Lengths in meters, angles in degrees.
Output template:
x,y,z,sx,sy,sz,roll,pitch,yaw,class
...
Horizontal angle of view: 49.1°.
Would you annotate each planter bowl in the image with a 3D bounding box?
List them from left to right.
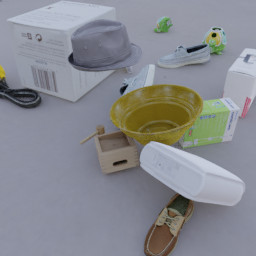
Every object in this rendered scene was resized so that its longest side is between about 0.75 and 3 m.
x,y,z,sx,sy,sz,roll,pitch,yaw,class
0.716,-0.165,6.794,2.191,0.913,2.191,-9,35,6,planter bowl

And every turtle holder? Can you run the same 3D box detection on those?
x,y,z,sx,sy,sz,roll,pitch,yaw,class
1.836,-5.416,14.803,0.717,0.943,0.670,8,23,-48,turtle holder
3.772,-3.882,12.468,1.399,0.994,1.063,-26,45,-30,turtle holder

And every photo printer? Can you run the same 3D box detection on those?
x,y,z,sx,sy,sz,roll,pitch,yaw,class
1.394,0.959,5.770,1.916,0.665,1.594,20,6,-42,photo printer

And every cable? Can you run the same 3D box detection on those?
x,y,z,sx,sy,sz,roll,pitch,yaw,class
-4.295,-1.369,9.413,2.993,0.753,1.454,27,52,30,cable

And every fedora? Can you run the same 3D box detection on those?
x,y,z,sx,sy,sz,roll,pitch,yaw,class
-0.539,-1.815,5.926,1.653,0.747,1.462,1,40,16,fedora

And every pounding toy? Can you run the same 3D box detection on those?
x,y,z,sx,sy,sz,roll,pitch,yaw,class
-0.540,0.502,7.118,1.275,0.664,1.452,-13,30,-9,pounding toy

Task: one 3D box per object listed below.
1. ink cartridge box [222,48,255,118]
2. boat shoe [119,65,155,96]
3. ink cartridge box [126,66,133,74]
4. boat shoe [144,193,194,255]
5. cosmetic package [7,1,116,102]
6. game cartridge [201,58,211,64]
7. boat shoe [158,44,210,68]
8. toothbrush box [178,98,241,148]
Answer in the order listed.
x,y,z,sx,sy,sz,roll,pitch,yaw,class
3.746,-1.498,8.979,0.850,1.460,2.004,22,43,27,ink cartridge box
0.232,-1.206,8.960,1.053,1.032,2.957,11,42,7,boat shoe
-0.157,-2.883,11.091,0.264,1.111,1.124,-24,37,6,ink cartridge box
0.812,1.790,5.434,0.599,0.585,1.584,21,42,25,boat shoe
-2.129,-2.852,9.950,2.431,2.417,2.906,16,40,21,cosmetic package
3.097,-3.053,12.078,0.617,0.187,0.925,-13,40,-22,game cartridge
2.265,-3.024,11.433,2.169,0.772,0.757,-10,40,0,boat shoe
2.101,-0.137,7.540,1.473,1.072,0.634,-8,38,-9,toothbrush box
